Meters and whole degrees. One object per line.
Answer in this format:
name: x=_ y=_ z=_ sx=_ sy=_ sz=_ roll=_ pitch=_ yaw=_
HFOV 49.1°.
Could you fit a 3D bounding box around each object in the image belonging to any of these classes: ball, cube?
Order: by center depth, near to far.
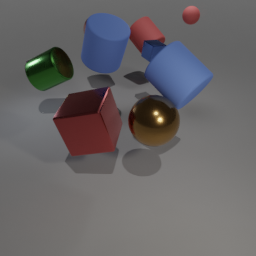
ball: x=0.703 y=-0.196 z=7.606 sx=1.400 sy=1.400 sz=1.400 roll=0 pitch=32 yaw=0
cube: x=-1.108 y=-0.190 z=8.260 sx=1.400 sy=1.400 sz=1.400 roll=-8 pitch=35 yaw=16
ball: x=2.547 y=-4.543 z=11.303 sx=0.700 sy=0.700 sz=0.700 roll=0 pitch=32 yaw=0
cube: x=1.068 y=-3.220 z=11.686 sx=0.700 sy=0.700 sz=0.700 roll=-13 pitch=41 yaw=-29

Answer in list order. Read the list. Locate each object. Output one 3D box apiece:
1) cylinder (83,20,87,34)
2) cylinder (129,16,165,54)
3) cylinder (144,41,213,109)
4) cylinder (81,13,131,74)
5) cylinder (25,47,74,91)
cylinder: x=-1.294 y=-4.505 z=13.156 sx=1.400 sy=1.400 sz=1.400 roll=-9 pitch=31 yaw=-14
cylinder: x=0.910 y=-4.549 z=14.010 sx=1.400 sy=1.400 sz=1.400 roll=-29 pitch=78 yaw=-38
cylinder: x=1.431 y=-1.486 z=7.996 sx=1.400 sy=1.400 sz=1.400 roll=48 pitch=49 yaw=11
cylinder: x=-0.763 y=-2.774 z=9.228 sx=1.400 sy=1.400 sz=1.400 roll=10 pitch=51 yaw=-12
cylinder: x=-3.186 y=-2.391 z=11.440 sx=1.400 sy=1.400 sz=1.400 roll=-19 pitch=26 yaw=23
